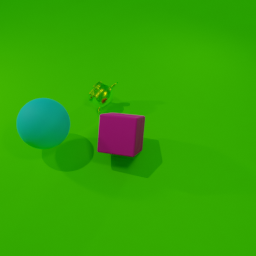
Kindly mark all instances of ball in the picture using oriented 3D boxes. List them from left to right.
[{"bbox_3d":[-2.162,-0.107,7.217,1.318,1.318,1.318,0,48,0],"label":"ball"}]

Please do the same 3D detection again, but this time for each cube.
[{"bbox_3d":[-0.153,0.141,7.280,0.971,0.971,0.971,7,7,15],"label":"cube"}]

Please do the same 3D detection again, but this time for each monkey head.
[{"bbox_3d":[-0.808,-1.000,8.770,0.718,0.858,1.192,30,92,0],"label":"monkey head"}]
